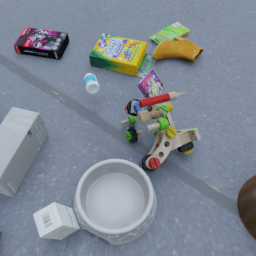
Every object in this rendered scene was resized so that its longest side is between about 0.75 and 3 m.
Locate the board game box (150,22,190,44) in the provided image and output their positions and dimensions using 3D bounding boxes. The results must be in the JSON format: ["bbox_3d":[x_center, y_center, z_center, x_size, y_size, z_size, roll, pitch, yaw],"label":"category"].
[{"bbox_3d":[1.909,-4.281,12.899,1.779,0.267,0.850,-32,60,-23],"label":"board game box"}]

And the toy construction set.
[{"bbox_3d":[1.240,-0.165,8.663,2.186,2.845,2.373,-15,65,-14],"label":"toy construction set"}]

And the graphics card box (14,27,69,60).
[{"bbox_3d":[-3.781,-3.749,12.362,2.080,0.529,1.305,11,56,6],"label":"graphics card box"}]

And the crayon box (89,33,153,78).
[{"bbox_3d":[-0.210,-3.092,11.846,2.439,0.629,1.533,16,57,10],"label":"crayon box"}]

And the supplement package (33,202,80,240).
[{"bbox_3d":[-1.906,2.538,7.578,0.670,1.142,0.668,-30,63,0],"label":"supplement package"}]

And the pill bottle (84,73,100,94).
[{"bbox_3d":[-1.322,-1.623,10.027,0.483,0.483,0.871,-13,42,-9],"label":"pill bottle"}]

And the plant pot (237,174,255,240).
[{"bbox_3d":[4.504,1.751,7.332,2.427,2.597,2.427,0,55,0],"label":"plant pot"}]

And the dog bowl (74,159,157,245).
[{"bbox_3d":[-0.377,2.042,8.233,2.527,0.741,2.527,0,57,-1],"label":"dog bowl"}]

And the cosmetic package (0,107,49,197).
[{"bbox_3d":[-3.623,0.723,8.818,1.119,1.325,2.481,11,58,8],"label":"cosmetic package"}]

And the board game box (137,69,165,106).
[{"bbox_3d":[0.734,-1.296,8.742,0.760,0.205,1.266,50,36,-12],"label":"board game box"}]

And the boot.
[{"bbox_3d":[2.150,-3.194,11.841,1.461,0.718,2.041,37,58,27],"label":"boot"}]
